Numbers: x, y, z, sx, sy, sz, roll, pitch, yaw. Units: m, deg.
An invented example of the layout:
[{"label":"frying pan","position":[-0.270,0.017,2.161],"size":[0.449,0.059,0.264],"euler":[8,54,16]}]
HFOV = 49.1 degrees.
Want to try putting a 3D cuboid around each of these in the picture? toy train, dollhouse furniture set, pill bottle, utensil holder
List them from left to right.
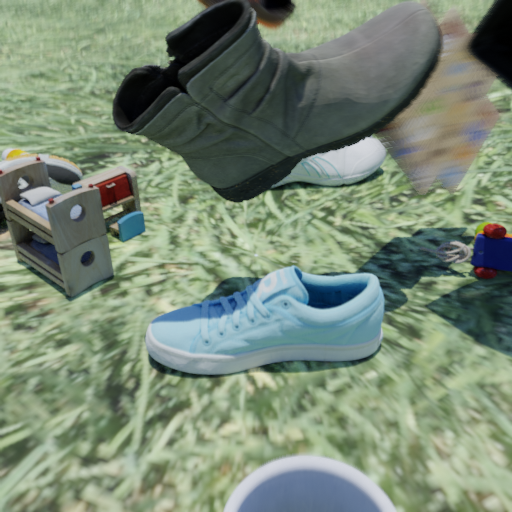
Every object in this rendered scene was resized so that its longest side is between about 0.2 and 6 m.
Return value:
[{"label":"pill bottle","position":[-4.543,-1.812,10.762],"size":[0.761,0.429,0.429],"euler":[24,40,33]},{"label":"dollhouse furniture set","position":[-2.357,-0.718,8.181],"size":[1.448,1.439,2.054],"euler":[26,41,33]},{"label":"utensil holder","position":[0.349,2.255,3.763],"size":[1.156,1.361,1.156],"euler":[-1,34,0]},{"label":"toy train","position":[3.324,-0.203,8.123],"size":[1.812,0.767,1.048],"euler":[9,24,13]}]

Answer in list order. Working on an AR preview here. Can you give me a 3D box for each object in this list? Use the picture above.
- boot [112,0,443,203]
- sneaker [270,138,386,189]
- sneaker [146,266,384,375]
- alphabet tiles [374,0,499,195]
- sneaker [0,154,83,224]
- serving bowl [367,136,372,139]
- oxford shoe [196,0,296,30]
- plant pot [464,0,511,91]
[{"label":"boot","position":[0.304,-1.827,5.670],"size":[3.225,2.107,1.092],"euler":[-33,62,14]},{"label":"sneaker","position":[0.966,-1.987,10.314],"size":[3.130,1.254,1.101],"euler":[-6,32,-12]},{"label":"sneaker","position":[0.105,0.584,6.482],"size":[2.802,1.148,1.036],"euler":[-5,33,-8]},{"label":"alphabet tiles","position":[2.358,-2.040,7.254],"size":[2.389,1.988,0.076],"euler":[-54,24,-22]},{"label":"sneaker","position":[-4.175,-0.882,9.106],"size":[2.709,1.025,1.188],"euler":[-10,56,-18]},{"label":"serving bowl","position":[1.717,-2.600,11.602],"size":[1.348,0.443,1.348],"euler":[-4,15,1]},{"label":"oxford shoe","position":[-0.212,-4.572,9.799],"size":[1.926,0.686,0.699],"euler":[5,0,-24]},{"label":"plant pot","position":[3.431,-2.354,5.393],"size":[1.697,1.693,1.505],"euler":[46,55,13]}]
